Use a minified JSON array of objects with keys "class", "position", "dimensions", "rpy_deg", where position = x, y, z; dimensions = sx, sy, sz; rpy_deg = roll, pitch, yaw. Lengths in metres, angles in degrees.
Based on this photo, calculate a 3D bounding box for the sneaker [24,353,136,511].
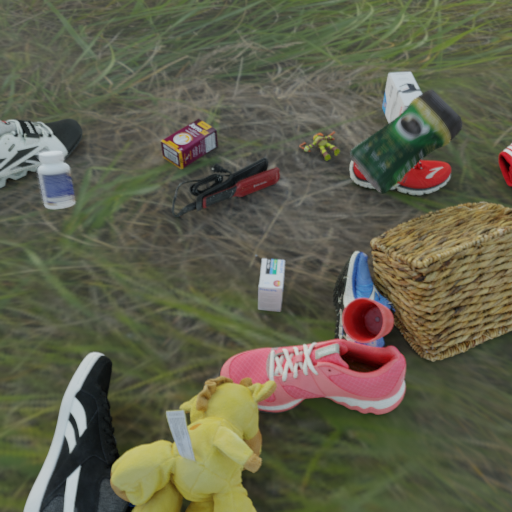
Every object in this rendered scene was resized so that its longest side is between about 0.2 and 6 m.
[{"class":"sneaker","position":[-2.099,2.744,7.972],"dimensions":[1.477,0.965,2.641],"rpy_deg":[9,58,3]}]

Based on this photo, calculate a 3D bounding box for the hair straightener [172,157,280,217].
[{"class":"hair straightener","position":[-0.744,-1.498,11.917],"dimensions":[2.464,0.504,0.948],"rpy_deg":[-28,54,-17]}]

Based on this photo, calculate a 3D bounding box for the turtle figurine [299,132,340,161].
[{"class":"turtle figurine","position":[1.566,-2.575,12.855],"dimensions":[0.988,0.318,0.797],"rpy_deg":[-24,53,-19]}]

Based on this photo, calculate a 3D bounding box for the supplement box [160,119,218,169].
[{"class":"supplement box","position":[-1.502,-2.546,12.707],"dimensions":[0.641,0.497,1.161],"rpy_deg":[35,58,26]}]

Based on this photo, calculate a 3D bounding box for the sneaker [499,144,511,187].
[{"class":"sneaker","position":[6.273,-1.615,11.769],"dimensions":[1.505,1.021,2.605],"rpy_deg":[-31,43,-14]}]

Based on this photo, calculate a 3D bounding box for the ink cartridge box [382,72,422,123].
[{"class":"ink cartridge box","position":[3.484,-3.521,13.211],"dimensions":[0.580,1.005,1.385],"rpy_deg":[-4,49,-4]}]

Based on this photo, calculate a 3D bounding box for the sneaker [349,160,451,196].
[{"class":"sneaker","position":[3.089,-1.872,11.852],"dimensions":[2.163,0.919,0.833],"rpy_deg":[1,49,1]}]

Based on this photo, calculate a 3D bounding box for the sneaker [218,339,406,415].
[{"class":"sneaker","position":[0.872,1.663,8.591],"dimensions":[2.922,1.267,1.077],"rpy_deg":[1,49,1]}]

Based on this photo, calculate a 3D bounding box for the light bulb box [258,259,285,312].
[{"class":"light bulb box","position":[0.270,0.518,9.962],"dimensions":[0.424,0.679,0.673],"rpy_deg":[4,49,4]}]

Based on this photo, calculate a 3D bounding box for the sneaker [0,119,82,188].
[{"class":"sneaker","position":[-5.113,-2.498,12.197],"dimensions":[1.061,1.268,2.865],"rpy_deg":[35,56,28]}]

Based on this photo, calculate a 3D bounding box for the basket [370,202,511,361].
[{"class":"basket","position":[3.461,0.353,9.966],"dimensions":[2.625,1.956,1.874],"rpy_deg":[-20,21,-15]}]

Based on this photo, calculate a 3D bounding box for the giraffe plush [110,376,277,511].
[{"class":"giraffe plush","position":[-0.609,2.576,7.588],"dimensions":[2.093,2.426,1.967],"rpy_deg":[11,21,12]}]

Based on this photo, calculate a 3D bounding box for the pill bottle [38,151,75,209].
[{"class":"pill bottle","position":[-3.049,-1.156,8.514],"dimensions":[0.454,0.818,0.454],"rpy_deg":[-3,22,1]}]

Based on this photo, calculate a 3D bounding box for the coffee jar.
[{"class":"coffee jar","position":[2.767,-2.110,10.336],"dimensions":[1.926,0.822,1.005],"rpy_deg":[-38,65,10]}]

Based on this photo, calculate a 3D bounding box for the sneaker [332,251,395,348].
[{"class":"sneaker","position":[1.874,0.842,9.735],"dimensions":[0.932,0.821,2.090],"rpy_deg":[12,53,-7]}]

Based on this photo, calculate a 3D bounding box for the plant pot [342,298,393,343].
[{"class":"plant pot","position":[1.690,0.947,8.238],"dimensions":[0.669,0.669,0.592],"rpy_deg":[44,20,31]}]
